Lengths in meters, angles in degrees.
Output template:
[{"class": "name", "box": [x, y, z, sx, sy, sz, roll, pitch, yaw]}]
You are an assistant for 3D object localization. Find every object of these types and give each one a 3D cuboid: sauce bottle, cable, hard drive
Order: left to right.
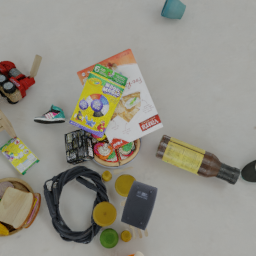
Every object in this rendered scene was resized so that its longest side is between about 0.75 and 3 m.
[{"class": "cable", "box": [-1.656, 2.638, 9.618, 2.078, 0.647, 2.547, -18, 77, -19]}, {"class": "hard drive", "box": [0.355, 2.260, 8.232, 0.842, 0.264, 1.249, 15, 79, 17]}, {"class": "sauce bottle", "box": [2.473, 1.191, 10.046, 2.958, 0.957, 0.957, 23, 68, 11]}]

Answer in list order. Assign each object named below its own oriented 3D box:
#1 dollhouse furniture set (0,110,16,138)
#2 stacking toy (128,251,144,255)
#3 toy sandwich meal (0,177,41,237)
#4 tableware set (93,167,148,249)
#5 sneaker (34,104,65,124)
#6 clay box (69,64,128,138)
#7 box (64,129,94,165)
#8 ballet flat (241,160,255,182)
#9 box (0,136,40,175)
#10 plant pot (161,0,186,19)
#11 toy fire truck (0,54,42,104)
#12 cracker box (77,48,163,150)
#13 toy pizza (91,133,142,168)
[{"class": "dollhouse furniture set", "box": [-5.893, -0.546, 10.540, 2.035, 2.023, 2.887, -32, 46, -12]}, {"class": "stacking toy", "box": [-0.497, 4.536, 8.552, 2.029, 1.483, 1.483, -4, 65, 16]}, {"class": "toy sandwich meal", "box": [-4.135, 2.652, 9.504, 2.232, 0.764, 2.232, 0, 66, 0]}, {"class": "tableware set", "box": [-0.375, 2.669, 9.643, 1.735, 0.395, 2.575, -10, 68, -9]}, {"class": "sneaker", "box": [-3.085, -0.574, 11.051, 1.202, 0.503, 0.726, -1, 71, -9]}, {"class": "clay box", "box": [-0.935, -0.873, 8.992, 1.203, 0.498, 2.093, 24, 108, -4]}, {"class": "box", "box": [-1.800, 0.680, 10.323, 0.921, 0.484, 1.125, -19, 67, 20]}, {"class": "ballet flat", "box": [5.272, 1.334, 10.059, 2.384, 0.815, 0.811, -14, 67, -6]}, {"class": "box", "box": [-4.073, 1.000, 10.476, 1.386, 0.335, 0.813, 43, 74, 14]}, {"class": "plant pot", "box": [2.145, -5.544, 13.043, 0.940, 1.000, 1.000, 18, 67, -8]}, {"class": "toy fire truck", "box": [-4.532, -2.257, 11.515, 1.742, 1.274, 1.980, 40, 61, 17]}, {"class": "cracker box", "box": [-0.263, -0.986, 9.806, 1.977, 0.851, 2.952, -25, 104, -2]}, {"class": "toy pizza", "box": [-0.549, 0.452, 10.668, 2.165, 0.343, 2.165, 1, 66, -2]}]
